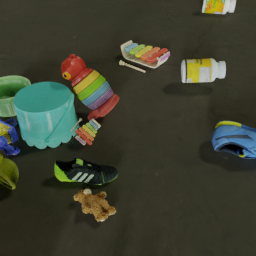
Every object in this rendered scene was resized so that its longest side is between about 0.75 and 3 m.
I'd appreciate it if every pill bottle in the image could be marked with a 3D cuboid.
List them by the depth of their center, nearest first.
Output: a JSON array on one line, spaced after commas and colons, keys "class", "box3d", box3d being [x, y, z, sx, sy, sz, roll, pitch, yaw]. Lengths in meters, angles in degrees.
[{"class": "pill bottle", "box3d": [2.748, -2.113, 10.307, 1.516, 0.849, 0.849, -1, 39, 7]}, {"class": "pill bottle", "box3d": [5.519, -7.510, 17.042, 1.860, 1.033, 1.033, 9, 40, 10]}]

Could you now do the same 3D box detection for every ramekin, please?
[{"class": "ramekin", "box3d": [-3.998, -1.064, 9.458, 1.548, 0.756, 1.548, 0, 40, 0]}]

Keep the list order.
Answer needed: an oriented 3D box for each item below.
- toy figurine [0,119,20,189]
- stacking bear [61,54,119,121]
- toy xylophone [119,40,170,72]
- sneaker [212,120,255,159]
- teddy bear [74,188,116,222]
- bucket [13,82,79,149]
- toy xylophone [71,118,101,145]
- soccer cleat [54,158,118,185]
[{"class": "toy figurine", "box3d": [-3.565, 0.154, 7.469, 2.995, 1.580, 1.794, 21, 39, 22]}, {"class": "stacking bear", "box3d": [-1.258, -1.336, 8.577, 1.175, 1.935, 1.100, -16, 28, 54]}, {"class": "toy xylophone", "box3d": [0.624, -3.092, 12.073, 2.225, 0.559, 1.629, 19, 44, 22]}, {"class": "sneaker", "box3d": [3.587, 0.518, 7.592, 2.556, 0.843, 1.002, 9, 53, 11]}, {"class": "teddy bear", "box3d": [-0.757, 1.708, 6.398, 0.761, 0.350, 1.049, -16, 40, -27]}, {"class": "bucket", "box3d": [-2.416, -0.450, 8.354, 1.895, 1.233, 1.895, 0, 41, 0]}, {"class": "toy xylophone", "box3d": [-1.264, 0.079, 8.275, 0.707, 0.243, 0.966, 37, 46, -13]}, {"class": "soccer cleat", "box3d": [-1.050, 1.056, 6.977, 1.599, 0.648, 0.540, 0, 40, 1]}]
